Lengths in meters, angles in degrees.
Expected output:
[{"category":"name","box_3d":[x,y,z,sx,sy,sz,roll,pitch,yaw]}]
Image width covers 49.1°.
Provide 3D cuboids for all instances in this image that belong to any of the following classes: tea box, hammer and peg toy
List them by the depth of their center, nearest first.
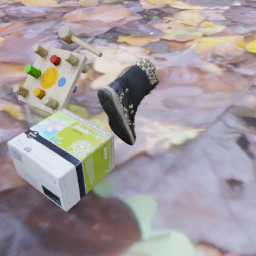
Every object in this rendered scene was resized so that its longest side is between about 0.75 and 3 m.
[{"category":"tea box","box_3d":[-1.477,0.648,6.562,1.726,1.153,1.698,26,45,27]},{"category":"hammer and peg toy","box_3d":[-2.140,-1.860,8.535,2.048,0.982,2.785,22,85,32]}]

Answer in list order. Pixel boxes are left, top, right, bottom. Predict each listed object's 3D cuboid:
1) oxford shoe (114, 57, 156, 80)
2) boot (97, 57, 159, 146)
[{"category":"oxford shoe","box_3d":[0.224,-1.873,9.887,1.736,0.619,0.633,-37,67,-15]},{"category":"boot","box_3d":[0.140,-0.600,6.765,0.715,1.953,1.471,24,61,38]}]
